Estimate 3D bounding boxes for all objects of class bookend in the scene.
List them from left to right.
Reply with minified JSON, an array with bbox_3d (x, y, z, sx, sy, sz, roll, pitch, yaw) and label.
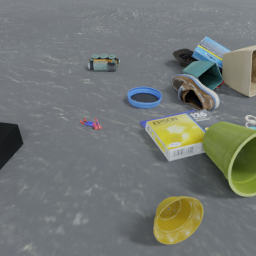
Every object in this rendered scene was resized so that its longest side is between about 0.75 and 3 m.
[{"bbox_3d":[-4.564,0.588,8.659,1.781,0.826,1.792,7,35,12],"label":"bookend"}]

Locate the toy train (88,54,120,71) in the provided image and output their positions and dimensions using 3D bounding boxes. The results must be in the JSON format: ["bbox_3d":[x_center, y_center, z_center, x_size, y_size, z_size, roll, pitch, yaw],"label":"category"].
[{"bbox_3d":[-1.279,-3.397,14.715,1.674,0.713,0.954,1,44,1],"label":"toy train"}]

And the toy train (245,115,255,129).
[{"bbox_3d":[4.867,0.494,8.987,2.510,0.698,1.885,21,38,23],"label":"toy train"}]

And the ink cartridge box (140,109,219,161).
[{"bbox_3d":[1.959,-0.008,9.798,2.433,0.579,2.462,-13,38,-16],"label":"ink cartridge box"}]

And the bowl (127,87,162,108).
[{"bbox_3d":[0.702,-1.294,11.877,1.460,0.286,1.460,1,35,-1],"label":"bowl"}]

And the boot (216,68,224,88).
[{"bbox_3d":[4.163,-2.377,13.294,1.431,0.524,1.078,-17,36,-17],"label":"boot"}]

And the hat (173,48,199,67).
[{"bbox_3d":[3.129,-3.671,15.152,1.524,0.615,1.524,1,45,-1],"label":"hat"}]

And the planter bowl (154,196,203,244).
[{"bbox_3d":[1.032,1.959,6.350,1.250,1.250,0.520,-13,25,-18],"label":"planter bowl"}]

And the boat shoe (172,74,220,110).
[{"bbox_3d":[2.599,-1.519,11.706,0.909,0.907,2.511,-22,40,-26],"label":"boat shoe"}]

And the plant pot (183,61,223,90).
[{"bbox_3d":[3.258,-2.389,12.634,1.058,1.058,1.497,-39,34,-4],"label":"plant pot"}]

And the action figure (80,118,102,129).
[{"bbox_3d":[-1.329,-0.231,10.238,0.905,0.448,0.295,23,41,26],"label":"action figure"}]

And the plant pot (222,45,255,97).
[{"bbox_3d":[5.461,-2.758,12.791,2.007,2.009,1.779,-20,26,-27],"label":"plant pot"}]

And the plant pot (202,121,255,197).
[{"bbox_3d":[3.084,0.644,7.978,1.911,1.911,1.815,-12,23,-17],"label":"plant pot"}]

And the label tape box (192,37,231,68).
[{"bbox_3d":[4.305,-3.677,14.485,1.744,0.805,2.435,34,43,6],"label":"label tape box"}]
